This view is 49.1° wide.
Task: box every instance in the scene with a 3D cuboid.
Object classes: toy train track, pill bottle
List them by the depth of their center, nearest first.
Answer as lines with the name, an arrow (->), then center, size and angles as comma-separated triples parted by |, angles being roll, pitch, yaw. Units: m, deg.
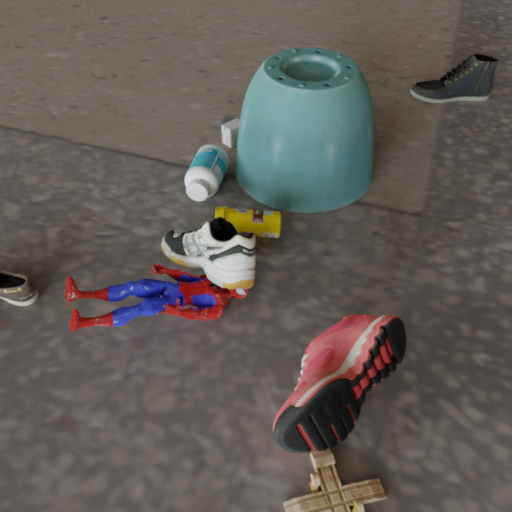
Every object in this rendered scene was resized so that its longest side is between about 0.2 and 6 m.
toy train track -> 1.235, 3.634, 7.311 | 1.427, 0.405, 2.489 | -10, 45, -10
pill bottle -> -1.153, -1.864, 12.779 | 0.787, 0.787, 1.421 | 9, 44, 9

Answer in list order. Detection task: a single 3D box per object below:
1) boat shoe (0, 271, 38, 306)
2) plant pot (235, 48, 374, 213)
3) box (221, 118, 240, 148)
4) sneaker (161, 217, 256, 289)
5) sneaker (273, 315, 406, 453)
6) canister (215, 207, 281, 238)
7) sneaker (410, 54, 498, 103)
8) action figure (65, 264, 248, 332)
boat shoe -> -4.918, 0.506, 10.512 | 1.661, 0.494, 0.597 | 12, 45, 12
plant pot -> 1.132, -3.019, 12.647 | 3.312, 2.658, 3.312 | 0, 44, 0
box -> -0.568, -3.132, 14.289 | 0.536, 0.534, 0.351 | -32, 50, -29
sneaker -> -0.836, -0.245, 10.486 | 0.946, 1.096, 2.501 | -4, 19, -44
sneaker -> 1.147, 1.928, 8.846 | 2.900, 1.069, 1.258 | -37, 29, -31
canister -> -0.165, -0.686, 11.510 | 1.307, 0.566, 0.971 | 4, 8, 0
sneaker -> 5.562, -5.065, 15.815 | 2.296, 1.220, 0.859 | -3, 44, -3
action figure -> -1.589, 0.701, 9.774 | 3.188, 0.824, 1.043 | -2, 48, -28
